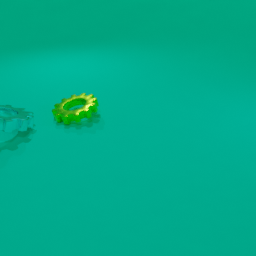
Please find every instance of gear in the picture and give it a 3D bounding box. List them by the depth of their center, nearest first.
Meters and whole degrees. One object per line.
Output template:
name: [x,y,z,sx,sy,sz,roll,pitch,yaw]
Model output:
gear: [-3.392,-0.297,7.424,1.689,0.312,1.689,11,15,-3]
gear: [-1.548,-0.598,8.274,1.343,0.248,1.343,-9,34,6]
